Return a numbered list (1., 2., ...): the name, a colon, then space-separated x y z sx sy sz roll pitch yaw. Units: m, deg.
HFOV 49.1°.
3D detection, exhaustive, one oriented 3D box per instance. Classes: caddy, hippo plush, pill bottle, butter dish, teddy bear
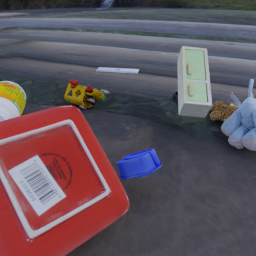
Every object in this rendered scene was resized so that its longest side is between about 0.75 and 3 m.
1. caddy: 0.287 0.981 7.132 1.164 0.611 0.823 -18 3 28
2. hippo plush: 4.274 -0.124 9.408 1.702 1.686 2.117 13 53 -36
3. pill bottle: -4.585 -0.644 10.156 1.395 1.395 2.511 -5 30 -8
4. butter dish: -1.954 1.315 6.168 2.890 2.142 2.898 -21 76 -42
5. teddy bear: 3.971 -0.494 10.779 1.592 0.733 2.195 -2 21 -18

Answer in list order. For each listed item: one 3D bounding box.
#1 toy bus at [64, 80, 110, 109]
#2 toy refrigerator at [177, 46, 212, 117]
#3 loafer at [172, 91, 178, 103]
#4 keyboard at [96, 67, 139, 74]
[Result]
1. toy bus: -1.800 -1.277 11.780 1.661 0.910 1.761 19 -4 -14
2. toy refrigerator: 2.300 -1.677 9.826 0.946 0.872 2.493 6 62 -1
3. loafer: 2.320 -1.318 12.386 0.407 0.398 1.116 -13 32 -22
4. keyboard: -0.603 -3.378 16.385 2.445 0.130 0.688 5 25 8
